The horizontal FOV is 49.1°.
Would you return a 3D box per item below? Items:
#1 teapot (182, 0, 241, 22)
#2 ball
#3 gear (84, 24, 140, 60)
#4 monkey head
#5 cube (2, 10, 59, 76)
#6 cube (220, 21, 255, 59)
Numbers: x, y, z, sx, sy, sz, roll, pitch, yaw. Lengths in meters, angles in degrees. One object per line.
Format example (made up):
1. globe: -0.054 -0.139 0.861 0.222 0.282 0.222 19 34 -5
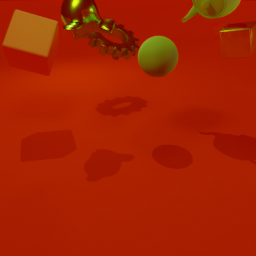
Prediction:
1. teapot: 2.265 -3.506 7.539 1.024 1.300 2.091 -49 14 -25
2. ball: 0.763 -1.810 7.139 1.018 1.018 1.018 0 27 0
3. gear: -0.567 -3.227 10.127 1.987 0.368 1.987 15 45 -15
4. monkey head: -0.962 -2.765 6.799 1.248 1.046 1.735 10 67 8
5. cube: -2.593 -2.277 7.654 1.129 1.129 1.129 13 -18 -10
6. cube: 2.990 -2.366 7.549 0.766 0.766 0.766 6 33 35
